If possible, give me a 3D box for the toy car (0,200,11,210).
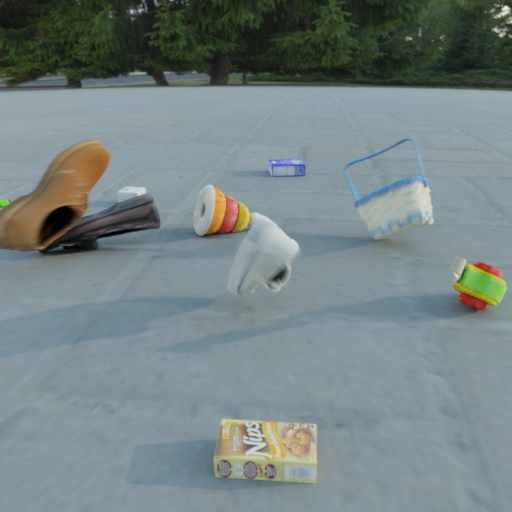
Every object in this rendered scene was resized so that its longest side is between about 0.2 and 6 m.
[{"bbox_3d":[-5.659,-1.045,12.768,1.147,0.256,1.079,-12,24,-29],"label":"toy car"}]

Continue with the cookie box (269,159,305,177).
[{"bbox_3d":[0.907,-2.621,16.636,0.982,0.369,0.840,-2,21,-4],"label":"cookie box"}]

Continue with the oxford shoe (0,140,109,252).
[{"bbox_3d":[-3.355,-1.046,10.049,1.013,1.014,2.843,12,50,21],"label":"oxford shoe"}]

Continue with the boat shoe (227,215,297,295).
[{"bbox_3d":[0.129,0.154,7.682,0.716,2.179,0.784,33,66,5],"label":"boat shoe"}]

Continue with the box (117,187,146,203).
[{"bbox_3d":[-3.023,-1.439,13.633,0.542,0.354,0.539,3,22,9],"label":"box"}]

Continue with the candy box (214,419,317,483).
[{"bbox_3d":[0.101,1.845,5.326,0.943,0.261,0.545,2,22,4],"label":"candy box"}]

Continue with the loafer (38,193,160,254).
[{"bbox_3d":[-2.954,-0.454,10.548,2.375,0.748,0.854,-23,10,-9],"label":"loafer"}]

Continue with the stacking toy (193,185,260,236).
[{"bbox_3d":[-0.512,-0.831,11.621,1.432,1.047,1.047,10,17,-23],"label":"stacking toy"}]

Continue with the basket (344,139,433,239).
[{"bbox_3d":[2.594,-1.246,10.923,1.514,1.717,1.194,-20,-6,32],"label":"basket"}]

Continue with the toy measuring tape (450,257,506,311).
[{"bbox_3d":[3.167,0.384,7.928,0.722,0.722,1.963,10,-7,25],"label":"toy measuring tape"}]
